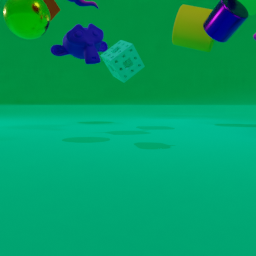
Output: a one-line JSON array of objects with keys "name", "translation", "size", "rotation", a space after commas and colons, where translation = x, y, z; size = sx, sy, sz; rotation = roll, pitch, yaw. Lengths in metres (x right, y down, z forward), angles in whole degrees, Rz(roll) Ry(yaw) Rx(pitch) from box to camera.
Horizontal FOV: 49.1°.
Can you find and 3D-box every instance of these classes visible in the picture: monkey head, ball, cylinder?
[{"name": "monkey head", "translation": [-1.062, -1.952, 6.876], "size": [1.528, 1.099, 0.921], "rotation": [-13, -8, -25]}, {"name": "ball", "translation": [-2.010, -2.232, 5.604], "size": [0.881, 0.881, 0.881], "rotation": [0, 5, 0]}, {"name": "cylinder", "translation": [2.554, -2.845, 7.365], "size": [0.833, 0.833, 0.833], "rotation": [-3, -29, -27]}, {"name": "cylinder", "translation": [2.213, -3.210, 9.049], "size": [1.255, 1.255, 1.255], "rotation": [18, 10, 15]}]

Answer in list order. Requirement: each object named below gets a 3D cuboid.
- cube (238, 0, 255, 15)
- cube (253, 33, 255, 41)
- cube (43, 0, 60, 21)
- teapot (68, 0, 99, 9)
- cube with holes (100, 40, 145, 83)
[{"name": "cube", "translation": [3.437, -3.963, 7.295], "size": [1.359, 1.359, 1.359], "rotation": [11, 3, -26]}, {"name": "cube", "translation": [3.637, -1.854, 5.546], "size": [1.309, 1.309, 1.309], "rotation": [43, 12, -10]}, {"name": "cube", "translation": [-3.233, -4.440, 10.407], "size": [0.852, 0.852, 0.852], "rotation": [0, -40, 35]}, {"name": "teapot", "translation": [-0.946, -2.612, 4.874], "size": [0.624, 1.274, 0.792], "rotation": [-27, 18, -6]}, {"name": "cube with holes", "translation": [-0.163, -1.959, 8.189], "size": [0.786, 0.786, 0.786], "rotation": [-39, 36, -7]}]
